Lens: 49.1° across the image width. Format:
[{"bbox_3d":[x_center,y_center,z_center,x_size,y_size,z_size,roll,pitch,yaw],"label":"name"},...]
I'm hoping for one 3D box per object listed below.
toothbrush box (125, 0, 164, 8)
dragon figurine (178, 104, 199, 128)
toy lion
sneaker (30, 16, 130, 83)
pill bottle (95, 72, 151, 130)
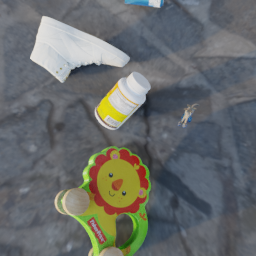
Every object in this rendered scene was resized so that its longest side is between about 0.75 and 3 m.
[{"bbox_3d":[0.592,-4.707,8.723,1.186,1.620,0.691,12,30,9],"label":"toothbrush box"},{"bbox_3d":[1.576,-0.341,7.360,0.273,0.460,0.926,27,38,14],"label":"dragon figurine"},{"bbox_3d":[-0.307,1.733,6.589,2.295,0.822,2.395,-30,92,-32],"label":"toy lion"},{"bbox_3d":[-1.441,-1.984,8.280,2.726,1.004,1.575,21,93,-7],"label":"sneaker"},{"bbox_3d":[-0.127,-0.706,7.234,1.528,0.835,0.835,-45,68,31],"label":"pill bottle"}]
